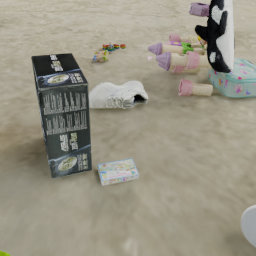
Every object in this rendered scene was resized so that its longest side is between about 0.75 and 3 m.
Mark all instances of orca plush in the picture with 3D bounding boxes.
[{"bbox_3d":[1.536,-1.984,5.158,0.703,1.979,1.041,-1,11,27],"label":"orca plush"}]

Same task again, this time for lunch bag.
[{"bbox_3d":[4.034,-1.921,10.262,1.747,0.840,2.178,-5,35,-7],"label":"lunch bag"}]

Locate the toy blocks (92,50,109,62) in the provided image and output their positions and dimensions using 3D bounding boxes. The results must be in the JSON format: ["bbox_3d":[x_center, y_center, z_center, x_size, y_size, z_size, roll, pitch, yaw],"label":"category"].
[{"bbox_3d":[-1.231,-3.187,12.529,0.629,0.460,0.920,-7,35,10],"label":"toy blocks"}]

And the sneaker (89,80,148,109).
[{"bbox_3d":[-0.309,-1.004,9.035,2.131,0.794,0.928,-15,42,-20],"label":"sneaker"}]

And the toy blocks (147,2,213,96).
[{"bbox_3d":[1.852,-2.908,9.932,2.372,2.818,2.633,6,34,-2],"label":"toy blocks"}]

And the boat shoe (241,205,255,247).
[{"bbox_3d":[3.486,1.785,4.840,2.854,1.027,0.938,-1,2,21],"label":"boat shoe"}]

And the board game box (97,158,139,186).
[{"bbox_3d":[-0.243,1.022,6.605,0.871,0.149,0.585,-8,35,-12],"label":"board game box"}]

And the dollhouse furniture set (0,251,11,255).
[{"bbox_3d":[-2.301,2.577,4.151,2.616,1.010,1.308,-2,37,32],"label":"dollhouse furniture set"}]

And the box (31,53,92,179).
[{"bbox_3d":[-1.565,-0.334,6.642,0.999,2.320,1.900,-10,36,-18],"label":"box"}]

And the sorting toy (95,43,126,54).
[{"bbox_3d":[-0.900,-3.913,13.638,0.816,0.286,1.692,24,41,30],"label":"sorting toy"}]
